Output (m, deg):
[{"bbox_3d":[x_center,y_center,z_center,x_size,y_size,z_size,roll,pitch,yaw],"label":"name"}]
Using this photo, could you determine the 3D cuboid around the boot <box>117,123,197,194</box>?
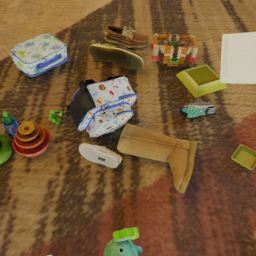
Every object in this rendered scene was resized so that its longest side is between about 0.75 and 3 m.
[{"bbox_3d":[0.879,0.960,9.434,2.600,0.860,2.277,14,38,10],"label":"boot"}]

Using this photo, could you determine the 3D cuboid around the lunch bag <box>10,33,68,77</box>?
[{"bbox_3d":[-4.071,-3.384,12.984,2.278,0.939,1.831,-37,58,-27],"label":"lunch bag"}]

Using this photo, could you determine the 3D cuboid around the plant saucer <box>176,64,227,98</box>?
[{"bbox_3d":[3.262,-2.212,12.351,1.663,0.398,1.661,-18,52,-15],"label":"plant saucer"}]

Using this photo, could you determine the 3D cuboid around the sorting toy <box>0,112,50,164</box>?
[{"bbox_3d":[-4.155,0.279,9.772,2.727,1.119,1.639,-11,51,-9],"label":"sorting toy"}]

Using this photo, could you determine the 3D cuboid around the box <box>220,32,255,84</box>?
[{"bbox_3d":[3.234,-1.851,7.520,1.314,1.307,0.859,5,10,27],"label":"box"}]

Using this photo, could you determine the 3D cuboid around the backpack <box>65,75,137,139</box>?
[{"bbox_3d":[-0.792,-0.829,10.047,2.283,2.397,1.847,-31,87,-30],"label":"backpack"}]

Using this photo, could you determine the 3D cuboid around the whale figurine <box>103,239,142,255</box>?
[{"bbox_3d":[-0.018,3.492,7.311,1.110,0.724,1.395,-34,60,-29],"label":"whale figurine"}]

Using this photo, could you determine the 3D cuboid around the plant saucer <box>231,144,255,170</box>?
[{"bbox_3d":[4.094,1.040,9.742,0.791,0.190,0.792,33,57,25],"label":"plant saucer"}]

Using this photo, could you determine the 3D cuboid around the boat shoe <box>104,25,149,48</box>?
[{"bbox_3d":[-0.095,-4.646,14.099,2.339,0.864,0.885,10,50,8],"label":"boat shoe"}]

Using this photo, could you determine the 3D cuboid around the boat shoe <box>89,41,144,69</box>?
[{"bbox_3d":[-0.461,-3.543,13.083,2.827,1.010,0.929,18,57,20],"label":"boat shoe"}]

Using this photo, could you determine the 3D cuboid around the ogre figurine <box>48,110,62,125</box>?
[{"bbox_3d":[-2.839,-0.445,10.912,0.452,0.370,0.754,12,64,-13],"label":"ogre figurine"}]

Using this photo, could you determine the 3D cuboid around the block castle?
[{"bbox_3d":[2.148,-3.652,13.207,2.146,1.007,1.434,3,46,0],"label":"block castle"}]

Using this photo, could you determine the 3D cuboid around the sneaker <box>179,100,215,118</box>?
[{"bbox_3d":[2.661,-0.814,11.159,1.521,0.566,0.666,-1,39,-15],"label":"sneaker"}]

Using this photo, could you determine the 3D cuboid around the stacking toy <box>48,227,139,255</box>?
[{"bbox_3d":[-0.776,3.951,6.754,2.979,0.700,2.246,-19,53,-4],"label":"stacking toy"}]

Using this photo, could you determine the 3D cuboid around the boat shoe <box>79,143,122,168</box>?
[{"bbox_3d":[-0.939,0.886,9.726,1.567,0.556,0.547,17,25,18],"label":"boat shoe"}]
